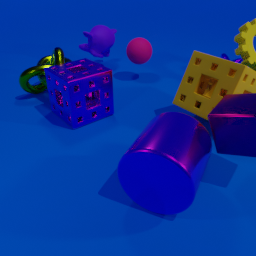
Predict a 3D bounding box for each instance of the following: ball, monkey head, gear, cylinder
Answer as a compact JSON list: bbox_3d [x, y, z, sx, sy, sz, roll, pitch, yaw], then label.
[{"bbox_3d":[0.377,-2.576,9.393,0.865,0.865,0.865,0,33,0],"label":"ball"},{"bbox_3d":[-1.155,-3.188,10.142,1.306,1.094,1.815,21,29,24],"label":"monkey head"},{"bbox_3d":[3.832,-2.313,8.078,1.631,1.631,0.302,-14,-4,-21],"label":"gear"},{"bbox_3d":[0.687,0.584,4.977,1.336,1.336,1.336,15,36,21],"label":"cylinder"}]

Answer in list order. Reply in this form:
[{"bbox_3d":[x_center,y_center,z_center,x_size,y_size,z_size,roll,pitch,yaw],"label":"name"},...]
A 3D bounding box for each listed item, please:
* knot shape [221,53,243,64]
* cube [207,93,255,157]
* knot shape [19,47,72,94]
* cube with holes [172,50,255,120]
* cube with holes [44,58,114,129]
[{"bbox_3d":[3.458,-1.853,9.319,1.197,1.121,0.553,24,-18,-23],"label":"knot shape"},{"bbox_3d":[2.095,-0.070,5.104,0.851,0.851,0.851,3,33,44],"label":"cube"},{"bbox_3d":[-2.472,-1.651,8.431,1.692,0.836,1.809,-36,20,2],"label":"knot shape"},{"bbox_3d":[2.224,-0.900,6.848,1.359,1.359,1.359,6,20,-47],"label":"cube with holes"},{"bbox_3d":[-1.271,-0.968,7.451,1.266,1.266,1.266,-24,38,-32],"label":"cube with holes"}]
